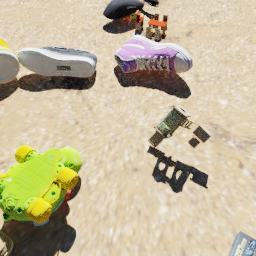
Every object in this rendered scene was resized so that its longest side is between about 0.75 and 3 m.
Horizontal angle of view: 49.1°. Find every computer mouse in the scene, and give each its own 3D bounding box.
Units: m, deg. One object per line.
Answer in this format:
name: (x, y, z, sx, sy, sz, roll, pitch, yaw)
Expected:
computer mouse: (-0.126, -6.093, 13.313, 2.909, 0.670, 2.043, -26, 52, -22)

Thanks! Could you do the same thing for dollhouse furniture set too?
dollhouse furniture set: (1.029, -4.690, 12.438, 1.407, 0.733, 1.423, 15, 49, 13)
dollhouse furniture set: (1.265, 0.278, 7.354, 1.181, 1.336, 0.743, 46, 21, 16)

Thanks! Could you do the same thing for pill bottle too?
pill bottle: (-4.885, -2.691, 10.239, 1.202, 1.202, 2.165, -25, 52, -22)

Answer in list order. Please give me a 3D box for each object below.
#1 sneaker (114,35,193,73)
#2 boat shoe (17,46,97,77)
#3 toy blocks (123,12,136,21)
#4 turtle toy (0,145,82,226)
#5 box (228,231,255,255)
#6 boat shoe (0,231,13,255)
sneaker: (0.765, -2.348, 10.144, 2.917, 1.057, 1.663, 25, 55, 34)
boat shoe: (-2.539, -2.563, 10.274, 2.831, 1.016, 0.960, 5, 47, 2)
toy blocks: (-0.153, -5.340, 13.309, 0.992, 0.360, 0.827, -21, 50, -18)
turtle toy: (-1.967, 1.249, 6.552, 1.713, 1.188, 2.351, 25, 51, 20)
box: (2.475, 2.917, 5.569, 1.057, 0.342, 1.340, 26, 52, 21)
boat shoe: (-3.511, 2.228, 5.972, 2.210, 0.695, 0.806, 18, 50, 16)
